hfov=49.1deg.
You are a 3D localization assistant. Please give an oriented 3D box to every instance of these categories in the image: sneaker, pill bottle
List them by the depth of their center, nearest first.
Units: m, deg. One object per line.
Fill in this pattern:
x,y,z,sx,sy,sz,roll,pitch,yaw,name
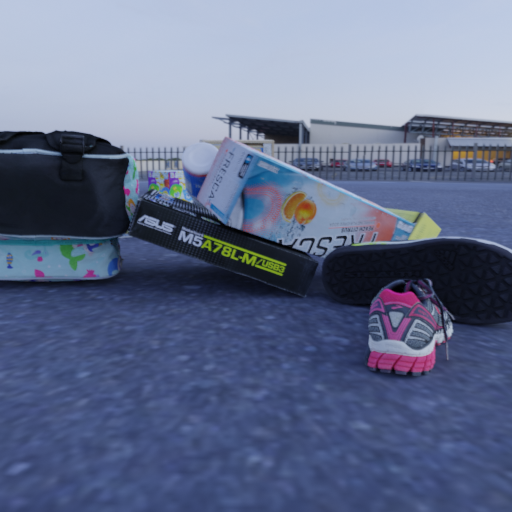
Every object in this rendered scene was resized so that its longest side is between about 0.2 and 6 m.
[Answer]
1.700,0.588,6.048,0.857,0.794,2.127,3,10,18,sneaker
2.313,0.182,7.611,2.956,1.060,1.224,7,11,35,sneaker
-0.841,-1.241,8.906,0.603,0.603,1.074,0,-28,-1,pill bottle

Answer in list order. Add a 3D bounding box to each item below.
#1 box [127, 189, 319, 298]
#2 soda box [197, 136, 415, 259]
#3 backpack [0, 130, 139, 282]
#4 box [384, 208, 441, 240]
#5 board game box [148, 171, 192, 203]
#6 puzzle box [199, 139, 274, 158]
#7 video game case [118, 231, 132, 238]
-0.592,-0.319,9.221,2.746,0.675,2.843,17,7,-9,box
0.863,-0.666,8.755,3.388,1.077,1.158,17,15,-35,soda box
-3.528,-0.984,9.627,3.088,2.619,3.478,0,18,-11,backpack
2.504,-0.485,11.523,0.625,0.939,2.496,37,-10,-29,box
-2.327,-1.464,15.218,0.881,1.681,0.866,8,13,38,board game box
-0.431,-1.316,12.223,1.619,2.433,0.309,-3,14,-14,puzzle box
-4.026,-0.722,14.783,1.519,0.381,1.676,-8,13,-34,video game case
